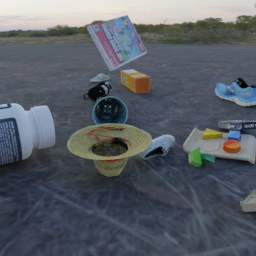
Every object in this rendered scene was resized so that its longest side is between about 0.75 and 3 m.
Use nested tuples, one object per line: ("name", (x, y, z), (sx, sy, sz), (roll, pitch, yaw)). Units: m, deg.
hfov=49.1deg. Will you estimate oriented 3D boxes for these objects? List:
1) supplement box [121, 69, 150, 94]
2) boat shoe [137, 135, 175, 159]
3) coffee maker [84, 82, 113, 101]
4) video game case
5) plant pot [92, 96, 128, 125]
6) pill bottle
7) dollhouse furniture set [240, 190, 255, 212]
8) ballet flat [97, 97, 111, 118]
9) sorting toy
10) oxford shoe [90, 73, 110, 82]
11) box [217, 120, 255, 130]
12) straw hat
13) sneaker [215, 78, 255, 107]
("supplement box", (0.368, -2.696, 15.977), (0.927, 0.896, 2.694), (-9, 22, -15))
("boat shoe", (0.868, 0.605, 8.069), (1.471, 0.513, 0.524), (-12, 45, -34))
("coffee maker", (-1.459, -1.838, 13.867), (1.144, 0.802, 1.191), (5, 21, 14))
("video game case", (-0.262, -2.703, 8.739), (0.173, 1.419, 1.985), (-21, 13, 43))
("plant pot", (-0.706, -0.623, 10.305), (1.237, 1.237, 1.212), (-3, 14, -8))
("pill bottle", (-3.412, 0.185, 7.495), (2.645, 1.582, 1.582), (-11, 24, -26))
("dollhouse furniture set", (3.045, 1.619, 5.568), (1.309, 0.657, 0.858), (-20, -4, 44))
("ballet flat", (-0.927, -0.892, 11.709), (0.606, 0.573, 1.798), (-9, 23, -22))
("sorting toy", (2.676, 0.542, 8.203), (1.989, 0.396, 2.691), (10, 22, 23))
("oxford shoe", (-1.817, -3.259, 18.045), (0.605, 0.465, 1.609), (20, 31, 35))
("box", (3.782, -0.111, 9.608), (0.962, 0.293, 1.193), (-1, 4, -12))
("straw hat", (-0.440, 0.686, 7.067), (2.217, 0.938, 2.217), (-1, 21, 0))
("sneaker", (5.247, -1.880, 13.458), (1.006, 1.154, 2.566), (-9, 23, -22))
